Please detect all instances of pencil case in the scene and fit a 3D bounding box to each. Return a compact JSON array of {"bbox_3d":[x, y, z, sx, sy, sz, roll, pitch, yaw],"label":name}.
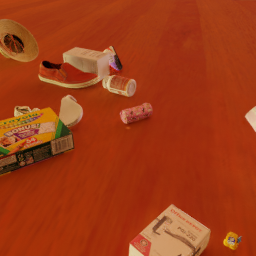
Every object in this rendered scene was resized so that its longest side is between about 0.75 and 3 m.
[{"bbox_3d":[0.272,-0.483,9.040,1.046,0.433,0.452,-19,34,-25],"label":"pencil case"}]

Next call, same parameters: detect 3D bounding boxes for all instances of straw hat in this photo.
[{"bbox_3d":[-5.745,-4.026,13.784,1.044,2.466,2.466,-29,18,33],"label":"straw hat"}]

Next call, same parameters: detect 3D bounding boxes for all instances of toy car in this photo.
[{"bbox_3d":[2.096,2.349,4.694,0.662,0.449,1.349,-25,41,-33],"label":"toy car"}]

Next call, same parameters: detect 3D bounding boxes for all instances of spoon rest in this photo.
[{"bbox_3d":[-1.887,-0.601,9.036,0.861,0.525,1.734,-31,33,4],"label":"spoon rest"}]

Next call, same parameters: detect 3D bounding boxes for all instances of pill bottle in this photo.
[{"bbox_3d":[-0.340,-1.626,10.571,1.174,0.658,0.658,19,37,26],"label":"pill bottle"}]

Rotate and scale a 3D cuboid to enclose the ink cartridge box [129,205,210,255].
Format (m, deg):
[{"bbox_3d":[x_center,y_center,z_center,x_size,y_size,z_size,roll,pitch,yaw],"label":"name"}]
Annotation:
[{"bbox_3d":[0.753,2.089,5.021,0.901,0.525,1.237,28,41,36],"label":"ink cartridge box"}]

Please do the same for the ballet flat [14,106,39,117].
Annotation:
[{"bbox_3d":[-3.118,-0.471,9.038,1.268,0.440,0.440,9,34,13],"label":"ballet flat"}]

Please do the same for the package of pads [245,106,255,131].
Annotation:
[{"bbox_3d":[3.985,0.240,6.627,1.392,0.874,2.311,-22,73,-35],"label":"package of pads"}]

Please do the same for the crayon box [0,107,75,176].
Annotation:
[{"bbox_3d":[-2.791,0.267,7.723,2.053,0.598,1.771,-20,38,-27],"label":"crayon box"}]

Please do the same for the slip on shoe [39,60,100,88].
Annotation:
[{"bbox_3d":[-2.426,-2.203,11.317,2.700,0.826,1.000,13,34,16],"label":"slip on shoe"}]

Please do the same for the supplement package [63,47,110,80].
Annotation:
[{"bbox_3d":[-1.756,-2.738,11.980,1.719,0.978,0.942,17,38,22],"label":"supplement package"}]

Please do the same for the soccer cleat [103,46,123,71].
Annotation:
[{"bbox_3d":[-0.774,-3.131,13.015,0.752,0.701,2.055,-26,40,5],"label":"soccer cleat"}]
